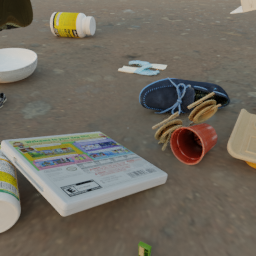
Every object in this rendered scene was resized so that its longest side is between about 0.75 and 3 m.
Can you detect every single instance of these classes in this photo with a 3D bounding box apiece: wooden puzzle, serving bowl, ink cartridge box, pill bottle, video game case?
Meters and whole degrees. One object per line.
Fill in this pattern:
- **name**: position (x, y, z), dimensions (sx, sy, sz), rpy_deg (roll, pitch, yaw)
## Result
- **wooden puzzle**: position (3.877, 0.496, 7.015), dimensions (2.475, 0.573, 2.292), rpy_deg (20, 37, 21)
- **serving bowl**: position (-4.927, -2.486, 11.528), dimensions (2.428, 0.799, 2.428), rpy_deg (1, 35, -1)
- **ink cartridge box**: position (3.202, -3.100, 6.185), dimensions (1.018, 0.590, 1.749), rpy_deg (-36, 26, -26)
- **pill bottle**: position (-3.378, -6.377, 17.360), dimensions (2.539, 1.428, 1.428), rpy_deg (7, 32, 13)
- **pill bottle**: position (-2.636, 1.120, 5.423), dimensions (0.938, 0.938, 1.664), rpy_deg (-12, 36, -19)
- **video game case**: position (-0.888, 0.751, 6.016), dimensions (2.702, 0.298, 2.460), rpy_deg (-5, 26, -46)

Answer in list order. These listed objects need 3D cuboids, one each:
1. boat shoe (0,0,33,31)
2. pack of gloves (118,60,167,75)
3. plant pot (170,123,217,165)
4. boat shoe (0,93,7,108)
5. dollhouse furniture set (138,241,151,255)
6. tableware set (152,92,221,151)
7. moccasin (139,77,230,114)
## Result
- **boat shoe**: position (-2.636, -2.343, 5.437), dimensions (0.817, 0.923, 2.520), rpy_deg (-5, 22, 8)
- **pack of gloves**: position (0.695, -2.834, 12.604), dimensions (1.833, 0.362, 1.540), rpy_deg (13, 35, 20)
- **plant pot**: position (1.709, 0.323, 7.000), dimensions (0.942, 0.942, 0.916), rpy_deg (27, 33, 37)
- **boat shoe**: position (-4.408, -0.926, 9.546), dimensions (0.323, 0.279, 0.890), rpy_deg (-1, 31, -1)
- **dollhouse furniture set**: position (0.102, 2.227, 4.337), dimensions (0.430, 0.332, 0.860), rpy_deg (17, 35, 26)
- **tableware set**: position (1.501, -0.098, 6.998), dimensions (1.770, 1.170, 0.355), rpy_deg (-30, 63, 1)
- **moccasin**: position (1.856, -1.037, 8.846), dimensions (2.938, 1.182, 1.002), rpy_deg (-8, 27, -11)
